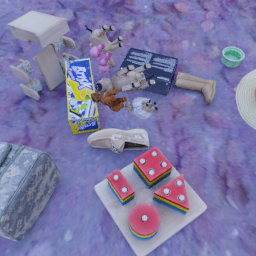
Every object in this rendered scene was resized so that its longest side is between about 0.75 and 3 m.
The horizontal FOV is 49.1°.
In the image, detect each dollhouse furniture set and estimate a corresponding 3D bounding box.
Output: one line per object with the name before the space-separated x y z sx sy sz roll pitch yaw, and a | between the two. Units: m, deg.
dollhouse furniture set | -2.856 -2.597 10.205 1.797 2.705 2.371 26 57 32

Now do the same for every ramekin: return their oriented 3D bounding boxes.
ramekin | 4.415 -2.985 11.898 0.904 0.442 0.904 0 55 0

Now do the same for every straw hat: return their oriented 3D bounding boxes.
straw hat | 2.782 -0.664 5.295 1.493 0.632 1.493 -6 70 17

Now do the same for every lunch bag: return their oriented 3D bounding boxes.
lunch bag | -3.510 1.689 7.960 2.084 1.732 2.485 12 57 20

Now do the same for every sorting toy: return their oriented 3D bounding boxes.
sorting toy | 0.650 1.948 8.222 2.472 0.860 2.457 -29 60 -19

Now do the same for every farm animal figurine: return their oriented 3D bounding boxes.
farm animal figurine | -0.265 -1.221 6.591 1.938 1.022 1.959 7 75 -41

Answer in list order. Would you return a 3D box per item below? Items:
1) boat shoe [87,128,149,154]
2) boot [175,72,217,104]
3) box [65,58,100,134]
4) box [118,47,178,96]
boat shoe | -0.311 0.460 9.338 2.065 0.736 0.666 -5 55 -5
boot | 2.586 -1.551 10.900 1.538 0.509 1.347 15 44 9
box | -1.715 -1.258 10.399 1.023 0.939 2.920 -8 56 -5
box | 0.807 -2.273 11.183 2.055 0.810 1.450 17 54 11
